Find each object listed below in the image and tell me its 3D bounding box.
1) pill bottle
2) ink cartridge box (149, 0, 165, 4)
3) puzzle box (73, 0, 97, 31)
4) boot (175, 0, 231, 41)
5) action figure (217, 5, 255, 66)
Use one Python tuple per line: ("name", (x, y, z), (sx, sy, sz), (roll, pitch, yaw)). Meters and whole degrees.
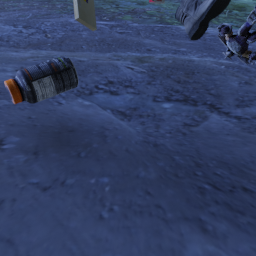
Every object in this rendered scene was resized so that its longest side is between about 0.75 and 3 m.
("pill bottle", (-1.987, -1.065, 6.439), (1.528, 0.812, 0.812), (-25, 41, -24))
("ink cartridge box", (1.026, -5.086, 10.383), (0.731, 0.832, 0.349), (-14, 21, -42))
("puzzle box", (-1.111, -3.110, 7.172), (0.136, 1.072, 0.713), (-15, -15, 31))
("boot", (1.336, -2.306, 5.191), (0.414, 1.185, 0.780), (-7, 62, -38))
("action figure", (2.923, -2.284, 6.940), (1.364, 2.096, 0.727), (36, 71, 1))
